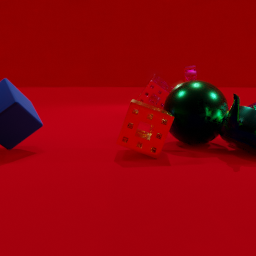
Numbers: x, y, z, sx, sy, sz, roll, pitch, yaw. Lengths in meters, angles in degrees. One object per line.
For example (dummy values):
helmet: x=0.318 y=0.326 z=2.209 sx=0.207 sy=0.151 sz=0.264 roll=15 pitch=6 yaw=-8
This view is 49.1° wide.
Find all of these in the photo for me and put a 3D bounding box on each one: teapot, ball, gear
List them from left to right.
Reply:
gear: x=1.961 y=-0.995 z=8.575 sx=0.326 sy=1.765 sz=1.765 roll=-5 pitch=8 yaw=12
ball: x=1.447 y=-0.329 z=6.050 sx=1.390 sy=1.390 sz=1.390 roll=0 pitch=9 yaw=0
teapot: x=2.212 y=-0.047 z=5.162 sx=1.687 sy=0.826 sz=1.049 roll=29 pitch=-3 yaw=-40

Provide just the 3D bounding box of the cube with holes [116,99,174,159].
cube with holes: x=0.312 y=-0.015 z=5.261 sx=0.797 sy=0.797 sz=0.797 roll=20 pitch=10 yaw=0

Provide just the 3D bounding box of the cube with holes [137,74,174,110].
cube with holes: x=1.109 y=-1.271 z=10.939 sx=1.059 sy=1.059 sz=1.059 roll=35 pitch=27 yaw=-3

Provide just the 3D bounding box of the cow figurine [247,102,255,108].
cow figurine: x=3.638 y=-0.355 z=8.306 sx=1.339 sy=0.747 sz=1.361 roll=-23 pitch=-8 yaw=-17

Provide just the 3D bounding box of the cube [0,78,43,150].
cube: x=-2.343 y=-0.257 z=5.442 sx=0.844 sy=0.844 sz=0.844 roll=-37 pitch=54 yaw=-3
